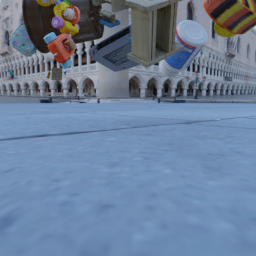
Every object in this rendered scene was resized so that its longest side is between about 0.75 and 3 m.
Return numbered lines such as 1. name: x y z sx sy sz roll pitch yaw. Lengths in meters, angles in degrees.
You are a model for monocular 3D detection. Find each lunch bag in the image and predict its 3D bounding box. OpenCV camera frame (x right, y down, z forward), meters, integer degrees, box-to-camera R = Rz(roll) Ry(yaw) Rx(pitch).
1. lunch bag: -3.337 -3.016 9.324 0.897 1.118 0.431 32 -21 -11

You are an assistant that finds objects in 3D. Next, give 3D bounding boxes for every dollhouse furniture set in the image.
1. dollhouse furniture set: 0.329 -3.127 8.092 1.608 1.618 2.295 -30 48 -29

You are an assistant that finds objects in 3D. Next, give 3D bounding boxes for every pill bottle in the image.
1. pill bottle: 2.051 -2.996 11.004 1.227 1.227 2.187 -2 -26 -21

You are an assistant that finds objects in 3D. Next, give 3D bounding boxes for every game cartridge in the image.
1. game cartridge: 0.004 -2.728 9.779 2.416 0.502 1.609 -15 -20 38

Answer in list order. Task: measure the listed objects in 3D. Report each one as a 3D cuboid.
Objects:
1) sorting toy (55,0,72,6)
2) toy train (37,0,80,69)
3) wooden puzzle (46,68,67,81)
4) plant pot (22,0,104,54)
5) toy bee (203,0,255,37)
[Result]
1. sorting toy: -2.503 -3.767 7.436 2.326 0.317 1.310 37 24 -11
2. toy train: -1.598 -2.548 6.080 0.633 2.275 1.709 -17 27 25
3. wooden puzzle: -2.775 -2.095 10.883 0.777 0.524 0.091 4 12 -41
4. plant pot: -1.932 -3.531 8.989 2.023 2.044 2.044 -2 5 12
5. toy bee: 2.595 -2.416 5.025 2.879 1.565 1.885 -45 7 -12
